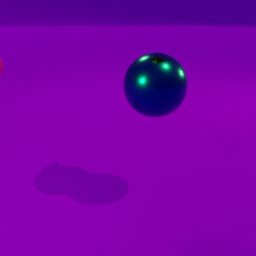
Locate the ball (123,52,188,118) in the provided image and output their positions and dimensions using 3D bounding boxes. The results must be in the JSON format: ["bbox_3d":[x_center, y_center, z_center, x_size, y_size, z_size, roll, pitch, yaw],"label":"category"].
[{"bbox_3d":[0.387,-0.604,3.988,0.913,0.913,0.913,0,22,0],"label":"ball"}]

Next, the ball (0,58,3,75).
[{"bbox_3d":[-3.233,-1.432,6.398,0.707,0.707,0.707,0,22,0],"label":"ball"}]
